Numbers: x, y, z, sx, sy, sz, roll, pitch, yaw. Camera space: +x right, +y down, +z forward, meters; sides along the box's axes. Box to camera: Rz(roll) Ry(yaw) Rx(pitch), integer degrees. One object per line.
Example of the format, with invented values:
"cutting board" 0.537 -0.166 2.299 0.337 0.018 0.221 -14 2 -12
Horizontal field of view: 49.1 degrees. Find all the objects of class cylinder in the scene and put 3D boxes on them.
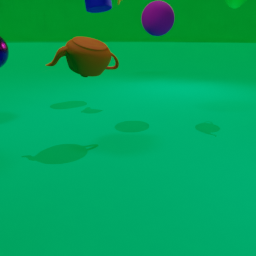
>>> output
"cylinder" -1.133 -4.887 10.353 0.977 0.977 0.977 -7 9 1

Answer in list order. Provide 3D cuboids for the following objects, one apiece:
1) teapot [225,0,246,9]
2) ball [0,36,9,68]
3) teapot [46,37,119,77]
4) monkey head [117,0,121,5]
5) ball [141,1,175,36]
"teapot" 3.088 -3.804 7.850 0.588 0.746 1.200 -21 -11 4
"ball" -3.726 -2.054 7.449 1.029 1.029 1.029 0 19 0
"teapot" -0.950 -1.509 6.155 1.640 0.803 1.019 1 35 -25
"monkey head" -0.214 -4.635 9.635 0.620 1.030 0.741 35 -14 6
"ball" 0.847 -3.103 7.953 0.940 0.940 0.940 0 19 0
